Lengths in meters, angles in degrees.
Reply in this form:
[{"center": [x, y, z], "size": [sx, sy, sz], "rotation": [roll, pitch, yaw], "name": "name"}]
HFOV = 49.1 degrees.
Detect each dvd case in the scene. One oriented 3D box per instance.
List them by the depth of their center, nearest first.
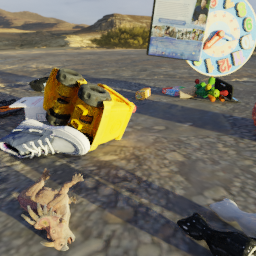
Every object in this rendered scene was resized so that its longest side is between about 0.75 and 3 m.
[{"center": [1.095, -2.344, 6.012], "size": [1.200, 1.682, 0.148], "rotation": [9, 17, 7], "name": "dvd case"}]

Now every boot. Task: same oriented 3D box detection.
[{"center": [-2.226, 0.476, 7.389], "size": [2.385, 0.868, 1.078], "rotation": [10, 38, 28], "name": "boot"}]

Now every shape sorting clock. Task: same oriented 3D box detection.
[{"center": [2.449, -2.535, 7.553], "size": [2.257, 2.257, 0.443], "rotation": [-3, 16, -8], "name": "shape sorting clock"}]

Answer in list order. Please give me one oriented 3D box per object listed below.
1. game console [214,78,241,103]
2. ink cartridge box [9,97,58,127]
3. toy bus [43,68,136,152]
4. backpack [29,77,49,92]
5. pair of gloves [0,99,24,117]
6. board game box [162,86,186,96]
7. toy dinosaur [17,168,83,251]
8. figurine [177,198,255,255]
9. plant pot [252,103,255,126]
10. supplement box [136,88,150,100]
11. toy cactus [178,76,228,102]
[{"center": [4.649, -1.762, 13.009], "size": [0.698, 1.055, 1.200], "rotation": [-20, 36, -18], "name": "game console"}, {"center": [-2.614, -0.541, 9.872], "size": [2.576, 0.867, 1.509], "rotation": [1, 19, 1], "name": "ink cartridge box"}, {"center": [-1.006, -0.699, 8.575], "size": [2.503, 1.699, 2.403], "rotation": [37, 30, 29], "name": "toy bus"}, {"center": [-4.491, -2.376, 15.217], "size": [1.029, 0.970, 1.261], "rotation": [11, 43, 30], "name": "backpack"}, {"center": [-5.230, -0.819, 11.598], "size": [2.229, 0.276, 1.986], "rotation": [13, 24, 39], "name": "pair of gloves"}, {"center": [2.599, -1.969, 14.847], "size": [1.233, 0.249, 0.943], "rotation": [-11, 22, -29], "name": "board game box"}, {"center": [-1.516, 1.329, 4.928], "size": [1.733, 0.744, 1.175], "rotation": [6, 26, 33], "name": "toy dinosaur"}, {"center": [1.661, 1.588, 4.468], "size": [1.319, 0.568, 1.287], "rotation": [-12, 19, -33], "name": "figurine"}, {"center": [4.930, -0.433, 9.055], "size": [1.411, 1.411, 1.372], "rotation": [-12, 15, -31], "name": "plant pot"}, {"center": [0.752, -1.694, 13.884], "size": [0.380, 0.393, 1.143], "rotation": [6, 23, 22], "name": "supplement box"}, {"center": [3.552, -1.915, 13.611], "size": [2.132, 1.321, 2.584], "rotation": [-10, 28, 1], "name": "toy cactus"}]
